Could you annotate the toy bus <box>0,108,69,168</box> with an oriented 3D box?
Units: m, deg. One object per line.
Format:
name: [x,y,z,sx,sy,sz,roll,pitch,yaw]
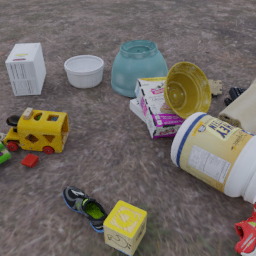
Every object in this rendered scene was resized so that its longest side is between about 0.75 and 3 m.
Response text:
toy bus: [-3.372,-0.026,9.906,2.586,1.336,2.440,-27,49,-35]

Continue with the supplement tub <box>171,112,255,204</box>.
supplement tub: [2.859,0.845,8.383,2.665,1.924,1.924,29,46,32]

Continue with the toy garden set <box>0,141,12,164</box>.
toy garden set: [-5.226,0.752,9.448,1.740,0.416,2.087,-35,52,-24]

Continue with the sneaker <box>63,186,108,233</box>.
sneaker: [-1.129,2.108,7.745,1.776,0.736,0.630,31,46,33]

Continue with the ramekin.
ramekin: [-2.110,-2.731,13.721,1.884,0.989,1.884,0,39,0]

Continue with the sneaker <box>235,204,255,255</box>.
sneaker: [3.183,2.554,7.281,0.723,0.656,1.702,14,40,25]

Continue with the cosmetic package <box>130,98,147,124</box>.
cosmetic package: [0.874,-0.635,11.464,0.772,0.474,1.871,-22,43,-24]

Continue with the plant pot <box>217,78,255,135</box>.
plant pot: [4.483,-0.393,9.763,2.236,2.443,2.443,-31,45,-9]

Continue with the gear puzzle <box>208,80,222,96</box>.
gear puzzle: [3.113,-1.890,13.244,2.556,0.335,1.324,5,40,11]

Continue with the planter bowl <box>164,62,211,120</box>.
planter bowl: [1.876,-1.201,9.771,2.035,2.035,0.847,-26,7,-29]

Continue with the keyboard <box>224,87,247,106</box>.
keyboard: [5.050,-0.965,12.000,1.678,0.358,2.794,1,37,2]

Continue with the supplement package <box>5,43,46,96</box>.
supplement package: [-4.728,-2.811,13.232,1.207,1.695,2.176,-4,38,-5]

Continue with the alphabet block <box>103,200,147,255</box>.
alphabet block: [-0.060,2.527,7.103,0.845,0.865,0.850,17,41,21]

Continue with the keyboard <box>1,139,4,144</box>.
keyboard: [-4.939,0.810,9.877,0.778,0.166,1.295,11,40,13]

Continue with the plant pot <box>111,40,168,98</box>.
plant pot: [0.527,-2.961,13.165,2.835,1.899,2.835,-3,38,2]

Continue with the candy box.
candy box: [1.395,-0.854,10.659,1.681,0.752,2.465,-7,53,-16]
